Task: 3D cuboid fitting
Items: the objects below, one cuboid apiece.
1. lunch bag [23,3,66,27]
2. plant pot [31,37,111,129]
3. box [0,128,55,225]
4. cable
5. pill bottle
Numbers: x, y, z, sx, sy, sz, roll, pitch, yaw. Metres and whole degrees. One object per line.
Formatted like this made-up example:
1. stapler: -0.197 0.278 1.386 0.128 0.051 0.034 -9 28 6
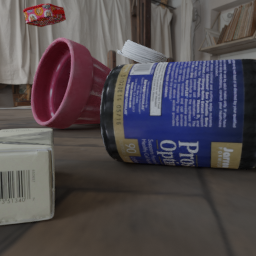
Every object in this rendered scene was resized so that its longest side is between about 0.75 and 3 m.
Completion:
1. lunch bag: -2.856 -4.018 9.963 1.241 0.577 1.409 -7 14 16
2. plant pot: -1.337 -1.099 8.371 2.220 2.480 2.480 13 -4 -40
3. box: -0.907 0.299 2.356 0.586 0.488 1.426 -1 5 -16
4. cable: 0.650 -2.796 10.788 1.785 0.618 1.785 12 17 -33
5. pill bottle: 0.898 -0.160 3.252 2.206 1.234 1.234 1 5 17
